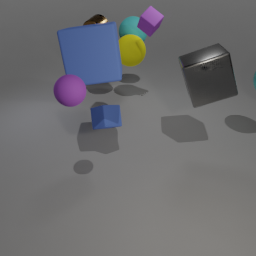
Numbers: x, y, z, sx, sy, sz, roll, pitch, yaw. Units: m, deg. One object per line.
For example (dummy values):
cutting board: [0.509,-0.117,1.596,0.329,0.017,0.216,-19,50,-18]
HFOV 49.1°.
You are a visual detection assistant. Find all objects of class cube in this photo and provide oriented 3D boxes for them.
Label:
cube: [-0.706,-0.348,9.044,0.700,0.700,0.700,-5,-2,-42]
cube: [2.533,-1.704,9.009,1.400,1.400,1.400,-17,25,12]
cube: [-0.938,-2.014,7.517,1.400,1.400,1.400,-7,22,2]
cube: [0.888,-4.244,11.177,0.700,0.700,0.700,39,71,2]

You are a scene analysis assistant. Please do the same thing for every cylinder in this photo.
cylinder: [-1.096,-3.421,9.551,0.700,0.700,0.700,11,42,18]

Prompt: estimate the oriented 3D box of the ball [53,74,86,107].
ball: [-1.259,-0.811,6.089,0.700,0.700,0.700,0,31,0]

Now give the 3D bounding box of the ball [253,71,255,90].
ball: [5.064,-1.670,9.624,1.400,1.400,1.400,0,31,0]

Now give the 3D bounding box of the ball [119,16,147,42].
ball: [0.250,-4.701,13.666,1.400,1.400,1.400,0,31,0]

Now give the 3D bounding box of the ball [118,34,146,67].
ball: [0.109,-3.500,12.688,1.400,1.400,1.400,0,31,0]
